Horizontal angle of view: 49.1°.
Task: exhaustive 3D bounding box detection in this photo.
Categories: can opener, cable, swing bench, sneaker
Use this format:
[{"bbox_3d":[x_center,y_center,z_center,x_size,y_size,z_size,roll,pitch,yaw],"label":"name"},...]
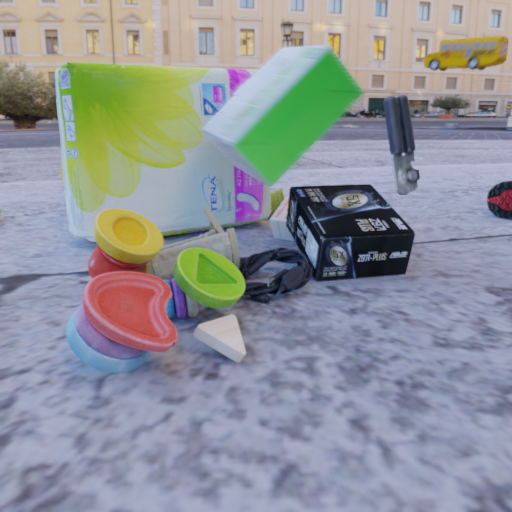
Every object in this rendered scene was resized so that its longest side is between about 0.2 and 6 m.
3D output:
[{"bbox_3d":[2.542,-1.961,10.073,0.465,1.745,0.583,-10,3,-16],"label":"can opener"},{"bbox_3d":[0.172,0.296,9.039,1.346,0.419,1.650,1,23,29],"label":"cable"},{"bbox_3d":[-1.119,0.001,8.811,1.416,0.924,1.424,-17,23,-15],"label":"swing bench"},{"bbox_3d":[7.183,-1.370,13.314,1.415,1.175,2.962,-12,21,-40],"label":"sneaker"}]

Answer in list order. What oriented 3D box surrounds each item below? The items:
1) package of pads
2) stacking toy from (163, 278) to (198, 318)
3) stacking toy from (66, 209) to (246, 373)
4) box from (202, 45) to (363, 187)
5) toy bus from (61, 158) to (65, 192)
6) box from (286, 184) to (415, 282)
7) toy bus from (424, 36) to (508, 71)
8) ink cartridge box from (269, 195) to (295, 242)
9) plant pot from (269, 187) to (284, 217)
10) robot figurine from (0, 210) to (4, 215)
[{"bbox_3d":[-1.823,-2.197,12.029,4.536,3.505,1.547,-9,15,-31],"label":"package of pads"},{"bbox_3d":[-1.546,0.649,7.644,1.440,0.615,0.615,-9,18,-12],"label":"stacking toy"},{"bbox_3d":[-1.260,0.639,7.075,2.107,0.983,2.327,21,32,-19],"label":"stacking toy"},{"bbox_3d":[0.358,-2.603,10.100,2.303,1.114,2.032,-46,26,-1],"label":"box"},{"bbox_3d":[-3.797,-2.102,15.405,2.529,1.716,2.428,-13,37,-30],"label":"toy bus"},{"bbox_3d":[1.592,-0.479,10.001,1.651,0.868,2.017,-3,32,-12],"label":"box"},{"bbox_3d":[2.876,-2.778,7.735,1.040,0.407,0.339,14,22,40],"label":"toy bus"},{"bbox_3d":[1.069,-0.759,11.753,1.294,0.543,0.941,10,45,29],"label":"ink cartridge box"},{"bbox_3d":[0.366,-1.253,13.846,0.711,0.774,0.774,-12,16,3],"label":"plant pot"},{"bbox_3d":[-6.519,-1.055,13.343,0.924,0.534,0.810,4,17,12],"label":"robot figurine"}]
